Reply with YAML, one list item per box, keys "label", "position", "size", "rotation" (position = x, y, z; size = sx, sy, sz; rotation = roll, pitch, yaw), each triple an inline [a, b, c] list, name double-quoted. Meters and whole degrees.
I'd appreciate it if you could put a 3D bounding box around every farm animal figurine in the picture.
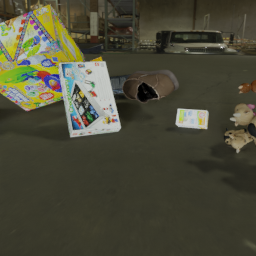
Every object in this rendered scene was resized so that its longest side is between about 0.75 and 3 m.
- label: "farm animal figurine"
  position: [2.799, -0.025, 6.204]
  size: [1.048, 2.010, 1.988]
  rotation: [-12, 42, -14]

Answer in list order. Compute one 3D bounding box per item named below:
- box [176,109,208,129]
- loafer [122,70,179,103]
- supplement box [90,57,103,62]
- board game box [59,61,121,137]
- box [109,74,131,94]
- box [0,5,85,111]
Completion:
- label: "box"
  position: [1.917, -0.270, 8.323]
  size: [0.878, 0.494, 0.445]
  rotation: [6, -7, 21]
- label: "loafer"
  position: [0.537, -1.502, 10.393]
  size: [1.050, 1.080, 2.959]
  rotation: [-40, 18, -24]
- label: "supplement box"
  position: [-1.015, -2.054, 10.087]
  size: [0.457, 0.455, 0.835]
  rotation: [-21, 60, 5]
- label: "board game box"
  position: [-1.144, -0.904, 8.188]
  size: [1.421, 2.251, 0.390]
  rotation: [-6, -21, -20]
- label: "box"
  position: [-0.255, -2.015, 12.995]
  size: [1.239, 0.663, 0.920]
  rotation: [-2, -3, 20]
- label: "box"
  position: [-3.019, -2.132, 9.312]
  size: [2.600, 1.647, 2.699]
  rotation: [-17, -22, 8]
